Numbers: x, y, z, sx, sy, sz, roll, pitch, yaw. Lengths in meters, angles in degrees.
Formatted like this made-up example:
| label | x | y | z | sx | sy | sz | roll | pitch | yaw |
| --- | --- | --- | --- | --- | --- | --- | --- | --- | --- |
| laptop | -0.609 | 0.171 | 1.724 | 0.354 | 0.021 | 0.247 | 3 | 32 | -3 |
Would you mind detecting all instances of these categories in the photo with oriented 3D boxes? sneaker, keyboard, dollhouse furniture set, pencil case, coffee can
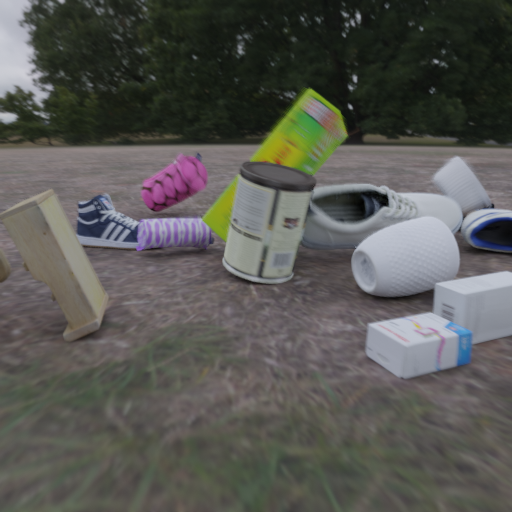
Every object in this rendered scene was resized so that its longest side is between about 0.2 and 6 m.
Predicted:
| label | x | y | z | sx | sy | sz | roll | pitch | yaw |
| --- | --- | --- | --- | --- | --- | --- | --- | --- | --- |
| sneaker | -2.702 | -0.685 | 11.114 | 1.866 | 1.012 | 0.654 | 3 | 13 | 7 |
| keyboard | 3.856 | -1.150 | 14.176 | 3.907 | 0.501 | 2.346 | 9 | 23 | 29 |
| dollhouse furniture set | -3.301 | 0.479 | 6.739 | 2.455 | 1.631 | 2.152 | -23 | 16 | -2 |
| pencil case | -2.136 | -1.826 | 14.177 | 2.100 | 0.984 | 0.953 | -22 | 37 | 46 |
| pencil case | -1.538 | -0.402 | 10.607 | 1.403 | 0.600 | 0.589 | 1 | 36 | -25 |
| sneaker | 5.185 | -0.406 | 10.369 | 2.599 | 0.978 | 1.145 | -5 | 12 | 23 |
| coffee can | 0.180 | -0.545 | 8.870 | 1.194 | 1.632 | 1.194 | 11 | 22 | -4 |
| sneaker | 2.310 | -0.695 | 10.151 | 3.329 | 1.216 | 1.179 | -6 | -21 | -11 |

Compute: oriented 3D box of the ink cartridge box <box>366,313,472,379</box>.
| label | x | y | z | sx | sy | sz | roll | pitch | yaw |
| --- | --- | --- | --- | --- | --- | --- | --- | --- | --- |
| ink cartridge box | 1.727 | 0.940 | 5.986 | 0.904 | 0.383 | 0.653 | -8 | 17 | -24 |

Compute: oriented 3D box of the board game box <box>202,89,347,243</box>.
| label | x | y | z | sx | sy | sz | roll | pitch | yaw |
| --- | --- | --- | --- | --- | --- | --- | --- | --- | --- |
| board game box | 0.384 | -1.448 | 10.104 | 0.686 | 2.879 | 1.463 | 42 | 7 | 13 |

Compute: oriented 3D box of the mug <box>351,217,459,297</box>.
| label | x | y | z | sx | sy | sz | roll | pitch | yaw |
| --- | --- | --- | --- | --- | --- | --- | --- | --- | --- |
| mug | 2.020 | 0.118 | 8.259 | 1.259 | 1.060 | 1.436 | -15 | -10 | -21 |

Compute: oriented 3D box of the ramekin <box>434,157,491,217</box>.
| label | x | y | z | sx | sy | sz | roll | pitch | yaw |
| --- | --- | --- | --- | --- | --- | --- | --- | --- | --- |
| ramekin | 4.219 | -1.378 | 11.572 | 0.635 | 1.210 | 1.210 | -35 | 6 | 17 |

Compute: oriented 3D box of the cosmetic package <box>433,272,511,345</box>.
| label | x | y | z | sx | sy | sz | roll | pitch | yaw |
| --- | --- | --- | --- | --- | --- | --- | --- | --- | --- |
| cosmetic package | 2.730 | 0.617 | 6.698 | 1.206 | 0.681 | 0.489 | -6 | 16 | -27 |
